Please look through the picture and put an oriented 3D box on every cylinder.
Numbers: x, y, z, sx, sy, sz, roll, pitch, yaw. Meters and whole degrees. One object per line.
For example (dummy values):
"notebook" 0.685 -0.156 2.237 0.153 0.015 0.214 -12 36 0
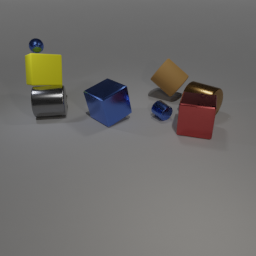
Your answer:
"cylinder" 3.425 -1.321 12.940 1.400 1.400 1.400 25 37 37
"cylinder" -3.556 -1.216 12.759 1.400 1.400 1.400 -4 29 -7
"cylinder" 2.116 -2.571 14.316 1.400 1.400 1.400 41 35 -2
"cylinder" 1.533 -0.797 12.674 0.700 0.700 0.700 -19 43 -31

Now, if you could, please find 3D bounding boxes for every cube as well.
"cube" 2.832 -0.543 11.520 1.400 1.400 1.400 8 29 15
"cube" -0.878 -1.143 12.354 1.400 1.400 1.400 -34 42 -27
"cube" -3.983 -2.726 13.202 1.400 1.400 1.400 -5 12 -29

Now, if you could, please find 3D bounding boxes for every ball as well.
"ball" -4.425 -3.965 13.520 0.700 0.700 0.700 0 29 0
